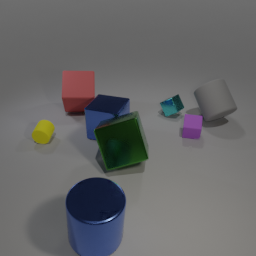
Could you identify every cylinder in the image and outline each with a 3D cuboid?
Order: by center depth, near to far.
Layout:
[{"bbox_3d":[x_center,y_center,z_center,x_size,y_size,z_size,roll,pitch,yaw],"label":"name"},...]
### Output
[{"bbox_3d":[-0.783,2.180,6.847,1.400,1.400,1.400,3,35,-2],"label":"cylinder"},{"bbox_3d":[-3.325,0.153,11.010,0.700,0.700,0.700,3,38,6],"label":"cylinder"},{"bbox_3d":[3.720,-1.164,11.984,1.400,1.400,1.400,-14,76,-22],"label":"cylinder"}]

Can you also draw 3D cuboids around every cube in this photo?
[{"bbox_3d":[-0.167,0.378,9.316,1.400,1.400,1.400,-16,12,7],"label":"cube"},{"bbox_3d":[2.578,-0.047,11.236,0.700,0.700,0.700,7,53,11],"label":"cube"},{"bbox_3d":[-0.790,-0.386,11.294,1.400,1.400,1.400,9,33,15],"label":"cube"},{"bbox_3d":[2.019,-1.030,12.788,0.700,0.700,0.700,-21,6,43],"label":"cube"},{"bbox_3d":[-2.226,-1.651,12.806,1.400,1.400,1.400,-1,67,-7],"label":"cube"}]
